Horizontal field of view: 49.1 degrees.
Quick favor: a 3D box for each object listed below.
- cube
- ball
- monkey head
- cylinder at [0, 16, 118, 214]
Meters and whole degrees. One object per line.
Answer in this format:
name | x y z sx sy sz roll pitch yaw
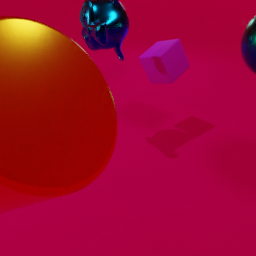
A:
cube | 0.818 -1.477 6.276 0.704 0.704 0.704 -44 32 -23
ball | 2.403 -1.343 4.423 1.164 1.164 1.164 0 33 0
monkey head | -0.344 -1.858 5.117 0.900 1.493 1.074 -15 35 -19
cylinder | -0.791 0.003 1.884 1.053 1.053 1.053 -24 15 40
